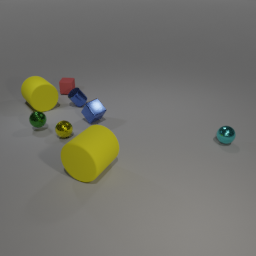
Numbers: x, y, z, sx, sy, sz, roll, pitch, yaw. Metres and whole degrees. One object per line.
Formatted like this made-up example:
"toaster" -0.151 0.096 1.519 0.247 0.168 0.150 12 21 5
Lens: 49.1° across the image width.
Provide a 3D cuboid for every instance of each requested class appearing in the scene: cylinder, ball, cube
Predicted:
"cylinder" -2.488 -1.524 13.845 0.700 0.700 0.700 -22 43 22
"ball" -2.565 0.044 11.231 0.700 0.700 0.700 0 29 0
"ball" -3.752 -0.360 11.660 0.700 0.700 0.700 0 29 0
"ball" 3.758 0.258 10.733 0.700 0.700 0.700 0 29 0
"cylinder" -4.309 -1.682 13.658 1.400 1.400 1.400 -19 34 -30
"cube" -3.331 -2.319 15.404 0.700 0.700 0.700 2 31 3
"cylinder" -1.206 0.794 9.074 1.400 1.400 1.400 14 31 23
"cube" -1.501 -0.738 12.275 0.700 0.700 0.700 -30 77 -39
